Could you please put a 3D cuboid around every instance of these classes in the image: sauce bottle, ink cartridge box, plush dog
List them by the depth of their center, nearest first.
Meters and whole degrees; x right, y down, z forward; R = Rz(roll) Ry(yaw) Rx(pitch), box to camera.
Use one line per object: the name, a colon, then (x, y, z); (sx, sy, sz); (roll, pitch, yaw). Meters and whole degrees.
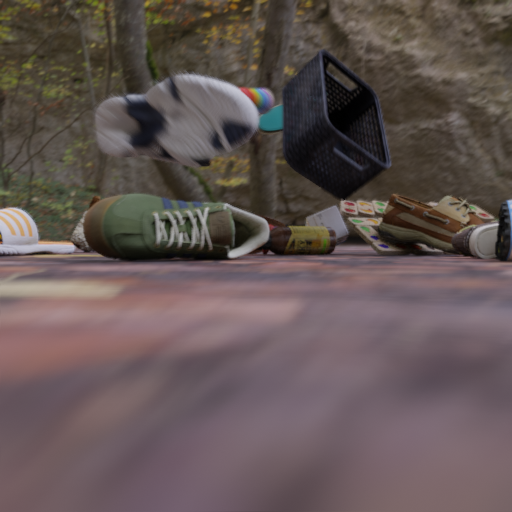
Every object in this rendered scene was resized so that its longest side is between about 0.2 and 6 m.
sauce bottle: (0.740, -0.320, 12.138); (2.020, 0.654, 0.654); (-2, 2, -20)
ink cartridge box: (1.687, -0.618, 13.440); (0.776, 0.790, 1.073); (-24, -8, 1)
plush dog: (-4.260, -0.707, 16.449); (1.742, 1.627, 2.028); (24, -3, -9)

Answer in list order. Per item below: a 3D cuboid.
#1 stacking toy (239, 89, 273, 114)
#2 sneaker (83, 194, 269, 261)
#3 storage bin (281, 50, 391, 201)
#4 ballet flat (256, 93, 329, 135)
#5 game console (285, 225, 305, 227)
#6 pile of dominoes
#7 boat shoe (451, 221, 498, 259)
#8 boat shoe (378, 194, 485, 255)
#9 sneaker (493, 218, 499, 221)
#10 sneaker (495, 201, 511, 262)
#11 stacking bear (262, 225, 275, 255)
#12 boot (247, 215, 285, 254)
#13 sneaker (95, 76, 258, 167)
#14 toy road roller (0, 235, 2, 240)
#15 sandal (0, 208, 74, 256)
stacking toy: (-0.094, -3.020, 10.852); (0.491, 0.491, 1.150); (1, 10, 25)
sneaker: (-0.939, -0.433, 8.195); (1.318, 0.984, 2.936); (-5, -5, 34)
storage bin: (1.644, -2.800, 11.979); (1.869, 2.765, 1.296); (28, -47, -28)
ballet flat: (0.963, -3.708, 14.808); (2.253, 0.782, 0.782); (-29, 8, -12)
game console: (1.222, -0.527, 17.307); (1.415, 0.823, 1.244); (1, 2, 30)
pile of dominoes: (3.747, -0.894, 13.012); (3.500, 0.557, 2.728); (0, 29, -22)
boat shoe: (4.319, -0.297, 9.743); (2.032, 0.730, 0.605); (-7, 7, -26)
boat shoe: (3.813, -0.656, 11.195); (2.896, 1.069, 1.096); (15, 11, 35)
sneaker: (5.858, -0.530, 14.314); (2.112, 0.948, 0.708); (0, 1, -16)
sneaker: (4.019, -0.332, 8.119); (0.895, 0.888, 2.471); (8, 8, 32)
stacking bear: (0.784, -0.325, 13.002); (1.127, 0.641, 0.685); (12, 39, 13)
boot: (-0.909, -0.583, 14.044); (2.737, 0.961, 2.001); (-7, 10, -30)
sneaker: (-0.975, -2.266, 9.783); (3.247, 1.296, 2.113); (-4, 6, 35)
toy road roller: (-7.683, -0.437, 15.614); (0.905, 0.762, 1.240); (12, -1, -7)
sandal: (-5.254, -0.512, 12.092); (1.344, 1.005, 3.507); (0, 1, 15)
